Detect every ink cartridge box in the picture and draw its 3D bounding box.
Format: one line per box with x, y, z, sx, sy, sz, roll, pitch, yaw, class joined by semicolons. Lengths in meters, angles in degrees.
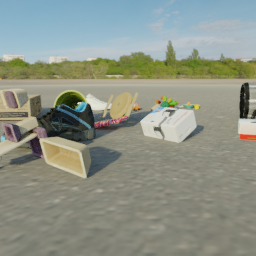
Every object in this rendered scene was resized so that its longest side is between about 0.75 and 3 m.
4.397;0.077;8.538;1.935;0.421;1.680;4;11;20;ink cartridge box
-5.077;-0.952;12.380;2.049;0.934;2.487;-2;11;-6;ink cartridge box
1.209;-0.136;8.399;1.338;0.560;0.971;11;39;45;ink cartridge box

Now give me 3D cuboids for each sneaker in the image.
-1.768;-1.386;14.898;2.010;0.851;0.732;3;10;6;sneaker
-2.102;-0.104;7.651;2.695;1.104;0.987;-12;16;-44;sneaker

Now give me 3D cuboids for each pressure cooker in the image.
5.336;-1.001;10.806;1.842;1.646;1.620;2;8;13;pressure cooker

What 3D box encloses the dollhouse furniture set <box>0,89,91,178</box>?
-1.929;0.312;5.229;2.139;1.695;1.518;12;31;36;dollhouse furniture set

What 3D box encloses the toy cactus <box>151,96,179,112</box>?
1.713;-1.073;14.058;1.348;0.835;1.633;-28;26;-27;toy cactus

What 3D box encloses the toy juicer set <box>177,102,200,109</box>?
3.444;-1.282;15.650;1.241;0.338;0.790;6;13;28;toy juicer set

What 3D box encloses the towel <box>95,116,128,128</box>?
-0.664;-0.202;9.868;1.212;0.136;0.876;-13;6;19;towel

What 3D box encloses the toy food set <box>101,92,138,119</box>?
-0.249;-0.815;11.072;0.373;1.283;1.859;32;-14;-34;toy food set

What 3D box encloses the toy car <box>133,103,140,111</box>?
0.196;-1.200;15.041;0.610;0.414;1.244;-4;13;-22;toy car

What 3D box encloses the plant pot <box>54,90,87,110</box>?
-2.067;-0.758;11.068;1.329;1.329;1.262;1;0;7;plant pot
